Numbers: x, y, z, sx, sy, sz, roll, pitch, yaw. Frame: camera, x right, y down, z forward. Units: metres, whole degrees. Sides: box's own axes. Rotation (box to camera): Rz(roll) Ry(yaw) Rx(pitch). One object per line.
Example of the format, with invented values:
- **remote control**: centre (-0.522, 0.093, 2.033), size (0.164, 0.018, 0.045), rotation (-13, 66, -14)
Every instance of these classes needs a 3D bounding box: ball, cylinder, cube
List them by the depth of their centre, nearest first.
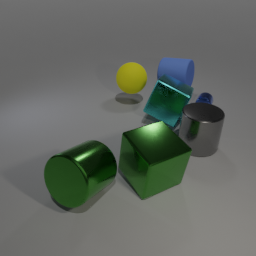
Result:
- **cylinder**: centre (-1.218, 1.158, 7.390), size (1.400, 1.400, 1.400), rotation (15, 19, 25)
- **cube**: centre (0.704, 0.872, 7.934), size (1.400, 1.400, 1.400), rotation (-17, 45, -27)
- **cylinder**: centre (2.484, 0.035, 9.620), size (1.400, 1.400, 1.400), rotation (1, 31, 0)
- **cube**: centre (1.633, -1.131, 11.146), size (1.400, 1.400, 1.400), rotation (28, 27, 6)
- **cylinder**: centre (3.397, -1.146, 12.480), size (0.700, 0.700, 0.700), rotation (12, 31, 20)
- **ball**: centre (0.164, -2.244, 12.637), size (1.400, 1.400, 1.400), rotation (0, 29, 0)
- **cylinder**: centre (2.295, -2.604, 13.362), size (1.400, 1.400, 1.400), rotation (11, 31, 26)
